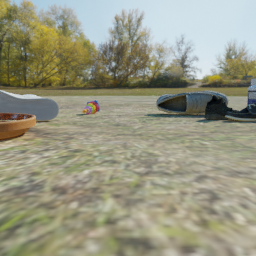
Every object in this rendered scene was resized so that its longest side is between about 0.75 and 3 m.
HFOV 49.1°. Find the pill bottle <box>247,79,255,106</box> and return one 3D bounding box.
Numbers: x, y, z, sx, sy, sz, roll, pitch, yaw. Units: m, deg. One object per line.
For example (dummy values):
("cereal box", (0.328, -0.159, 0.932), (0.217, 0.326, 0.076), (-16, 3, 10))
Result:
("pill bottle", (6.028, -1.497, 13.012), (0.862, 1.552, 0.862), (0, 8, 0))

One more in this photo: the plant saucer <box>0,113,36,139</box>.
("plant saucer", (-3.592, -0.042, 6.612), (2.716, 0.438, 2.716), (0, 9, 0))

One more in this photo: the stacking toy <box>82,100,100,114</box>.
("stacking toy", (-1.688, -0.809, 12.168), (0.596, 0.563, 1.026), (-9, 15, 22))

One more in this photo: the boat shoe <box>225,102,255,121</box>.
("boat shoe", (4.277, -0.568, 9.714), (1.921, 0.649, 0.690), (-3, 10, -9))

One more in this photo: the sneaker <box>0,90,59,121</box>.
("sneaker", (-4.040, -0.724, 9.692), (2.966, 1.093, 1.714), (7, 3, -25))

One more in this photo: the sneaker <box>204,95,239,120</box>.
("sneaker", (3.504, -0.748, 10.208), (1.519, 0.870, 0.581), (0, 9, -16))

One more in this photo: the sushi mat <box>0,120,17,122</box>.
("sushi mat", (-3.587, -0.105, 6.496), (2.122, 0.128, 1.015), (0, 0, -8))

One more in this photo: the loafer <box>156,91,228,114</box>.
("loafer", (2.679, -1.011, 11.890), (2.992, 1.046, 1.044), (-2, 15, 20))
